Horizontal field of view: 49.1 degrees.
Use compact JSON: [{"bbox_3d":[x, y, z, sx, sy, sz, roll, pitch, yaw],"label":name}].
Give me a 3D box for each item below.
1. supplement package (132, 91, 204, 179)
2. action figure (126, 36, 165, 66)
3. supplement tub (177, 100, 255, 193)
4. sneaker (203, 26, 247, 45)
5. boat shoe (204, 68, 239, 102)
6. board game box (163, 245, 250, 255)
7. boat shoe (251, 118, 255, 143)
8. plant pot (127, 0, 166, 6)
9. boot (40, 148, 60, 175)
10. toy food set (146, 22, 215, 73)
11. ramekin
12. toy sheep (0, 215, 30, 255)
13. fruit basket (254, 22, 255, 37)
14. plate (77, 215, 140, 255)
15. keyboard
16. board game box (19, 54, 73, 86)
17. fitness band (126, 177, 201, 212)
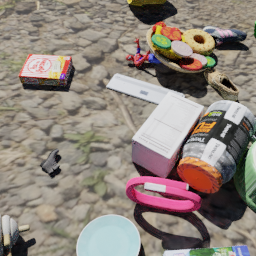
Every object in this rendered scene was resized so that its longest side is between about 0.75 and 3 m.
[{"bbox_3d":[1.232,0.192,8.833,1.308,1.259,2.299,28,58,20],"label":"supplement package"},{"bbox_3d":[1.033,-3.098,11.486,2.266,1.121,0.739,-2,51,1],"label":"action figure"},{"bbox_3d":[2.632,0.532,8.363,1.608,1.608,2.625,28,57,19],"label":"supplement tub"},{"bbox_3d":[4.268,-3.972,12.491,1.927,0.676,0.790,11,71,11],"label":"sneaker"},{"bbox_3d":[3.630,-1.802,10.768,0.658,0.596,1.846,-22,56,-16],"label":"boat shoe"},{"bbox_3d":[2.020,3.936,6.513,2.110,0.435,2.116,-4,53,-3],"label":"board game box"},{"bbox_3d":[5.018,-0.748,9.700,1.099,1.017,2.978,32,59,22],"label":"boat shoe"},{"bbox_3d":[1.079,-7.095,14.109,1.837,1.953,1.953,5,51,-17],"label":"plant pot"},{"bbox_3d":[-2.325,1.069,8.834,0.524,0.278,0.796,32,70,18],"label":"boot"},{"bbox_3d":[2.158,-3.303,11.332,2.960,0.720,2.929,21,48,-7],"label":"toy food set"},{"bbox_3d":[4.427,1.312,8.027,2.429,1.187,2.429,0,53,0],"label":"ramekin"},{"bbox_3d":[-3.395,2.744,7.014,1.776,1.224,1.224,-1,50,-25],"label":"toy sheep"},{"bbox_3d":[6.649,-4.255,12.347,1.773,1.279,1.773,-10,55,14],"label":"fruit basket"},{"bbox_3d":[-0.492,3.010,7.209,1.652,0.211,1.652,-5,41,5],"label":"plate"},{"bbox_3d":[0.660,-1.414,10.790,2.963,0.158,0.834,20,60,15],"label":"keyboard"},{"bbox_3d":[-3.270,-2.343,11.286,1.809,0.419,1.370,3,53,3],"label":"board game box"},{"bbox_3d":[0.928,1.799,7.493,2.009,1.443,0.376,11,59,5],"label":"fitness band"}]
